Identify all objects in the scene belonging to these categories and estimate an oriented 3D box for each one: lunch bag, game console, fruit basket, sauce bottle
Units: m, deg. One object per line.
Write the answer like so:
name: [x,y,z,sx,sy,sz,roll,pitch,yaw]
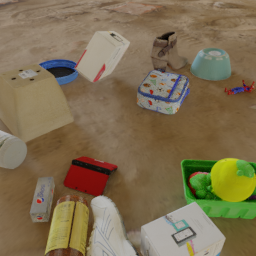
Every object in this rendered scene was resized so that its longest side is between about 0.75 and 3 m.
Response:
lunch bag: [1.395,-1.439,10.602,1.754,0.827,2.189,15,41,16]
game console: [-0.988,1.273,7.583,1.138,0.676,0.981,14,8,17]
fruit basket: [2.196,1.161,6.255,2.041,2.041,1.472,2,37,3]
sauce bottle: [-1.237,2.467,5.438,0.807,0.807,2.446,0,37,0]

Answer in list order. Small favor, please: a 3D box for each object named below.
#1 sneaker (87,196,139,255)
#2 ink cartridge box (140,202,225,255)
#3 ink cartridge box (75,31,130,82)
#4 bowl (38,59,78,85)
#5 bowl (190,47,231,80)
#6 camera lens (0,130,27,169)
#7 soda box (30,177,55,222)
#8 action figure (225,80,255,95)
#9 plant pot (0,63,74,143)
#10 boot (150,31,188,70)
sneaker: [-0.441,2.300,5.685,0.976,0.835,2.242,-20,39,-12]
ink cartridge box: [1.017,2.307,5.509,1.296,0.951,0.946,-17,40,-20]
ink cartridge box: [-0.946,-2.881,11.080,0.976,1.682,2.279,36,23,-2]
bowl: [-3.130,-2.451,12.276,1.959,0.385,1.959,0,38,0]
bowl: [3.744,-2.953,12.474,1.829,0.957,1.829,-1,36,0]
camera lens: [-3.548,0.570,7.839,1.133,0.906,0.906,18,40,23]
soda box: [-2.058,1.710,6.797,0.380,0.353,1.114,-3,37,-4]
action figure: [4.523,-1.677,11.114,1.220,0.604,0.398,-6,38,-13]
plant pot: [-3.194,-0.992,9.249,1.941,1.718,1.939,-27,45,-30]
boot: [1.939,-3.440,12.482,2.328,1.702,0.818,-29,46,-32]
